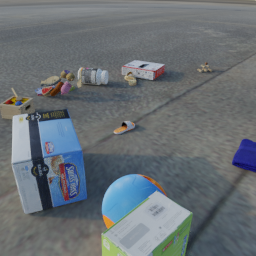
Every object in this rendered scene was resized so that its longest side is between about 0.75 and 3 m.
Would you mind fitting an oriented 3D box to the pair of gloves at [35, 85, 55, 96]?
[{"bbox_3d":[-3.606,-1.669,12.501,1.055,0.120,0.848,-9,32,-13],"label":"pair of gloves"}]

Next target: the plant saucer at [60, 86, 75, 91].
[{"bbox_3d":[-2.820,-1.843,12.801,0.758,0.118,0.758,-1,30,0],"label":"plant saucer"}]

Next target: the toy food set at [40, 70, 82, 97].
[{"bbox_3d":[-2.900,-1.857,11.775,1.999,0.315,1.271,-16,58,15],"label":"toy food set"}]

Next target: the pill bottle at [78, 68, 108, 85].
[{"bbox_3d":[-1.627,-2.425,13.174,1.307,0.760,0.760,6,30,10],"label":"pill bottle"}]

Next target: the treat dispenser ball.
[{"bbox_3d":[0.154,1.589,5.556,1.333,1.333,1.333,0,30,0],"label":"treat dispenser ball"}]

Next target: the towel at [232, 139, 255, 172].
[{"bbox_3d":[3.613,0.805,7.974,1.001,0.336,1.355,11,31,31],"label":"towel"}]

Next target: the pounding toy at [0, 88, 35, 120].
[{"bbox_3d":[-4.132,-0.909,10.469,1.024,0.791,1.113,8,30,12],"label":"pounding toy"}]

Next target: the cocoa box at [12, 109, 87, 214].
[{"bbox_3d":[-1.966,0.683,6.936,1.459,1.483,2.224,-10,31,-17],"label":"cocoa box"}]

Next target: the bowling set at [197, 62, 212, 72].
[{"bbox_3d":[4.134,-3.283,14.949,0.776,0.540,0.417,-4,28,-14],"label":"bowling set"}]

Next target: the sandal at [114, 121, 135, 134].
[{"bbox_3d":[-0.103,-0.058,9.506,0.348,0.260,0.908,25,38,37],"label":"sandal"}]

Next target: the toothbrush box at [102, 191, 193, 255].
[{"bbox_3d":[0.280,2.046,4.342,0.727,1.689,1.230,25,38,37],"label":"toothbrush box"}]

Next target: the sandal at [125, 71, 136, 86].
[{"bbox_3d":[0.149,-2.508,13.615,0.516,0.463,1.407,-5,30,-8],"label":"sandal"}]

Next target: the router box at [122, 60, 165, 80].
[{"bbox_3d":[0.803,-3.024,14.489,1.765,0.431,1.584,14,30,23],"label":"router box"}]
